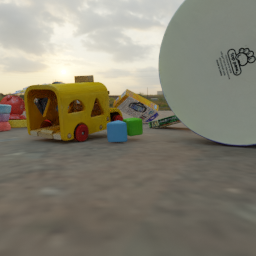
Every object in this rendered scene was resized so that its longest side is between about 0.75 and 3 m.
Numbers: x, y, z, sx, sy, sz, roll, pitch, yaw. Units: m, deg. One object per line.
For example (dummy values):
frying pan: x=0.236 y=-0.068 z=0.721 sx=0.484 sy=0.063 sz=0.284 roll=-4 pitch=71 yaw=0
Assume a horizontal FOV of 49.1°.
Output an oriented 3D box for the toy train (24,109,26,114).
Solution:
toy train: x=-3.947 y=-0.702 z=11.276 sx=0.250 sy=0.675 sz=0.899 roll=-15 pitch=44 yaw=-35

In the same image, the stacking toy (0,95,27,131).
stacking toy: x=-4.401 y=-0.502 z=8.489 sx=2.278 sy=1.063 sz=2.516 roll=0 pitch=4 yaw=-3

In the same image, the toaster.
toaster: x=-2.311 y=-0.877 z=10.052 sx=1.329 sy=1.169 sz=2.058 roll=1 pitch=-26 yaw=-46

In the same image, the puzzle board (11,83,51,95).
puzzle board: x=-3.252 y=-1.341 z=9.432 sx=0.843 sy=0.097 sz=1.119 roll=-3 pitch=20 yaw=19

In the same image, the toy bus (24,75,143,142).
toy bus: x=-0.970 y=-0.502 z=6.051 sx=2.286 sy=1.252 sz=2.423 roll=-4 pitch=11 yaw=-11

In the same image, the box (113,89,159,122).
box: x=0.399 y=-0.841 z=11.432 sx=1.761 sy=0.365 sz=1.048 roll=24 pitch=-36 yaw=-22

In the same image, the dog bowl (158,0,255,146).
dog bowl: x=2.052 y=-1.164 z=4.982 sx=2.910 sy=2.910 sz=1.146 roll=3 pitch=7 yaw=32

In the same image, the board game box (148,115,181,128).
board game box: x=1.715 y=-0.326 z=8.537 sx=1.991 sy=0.234 sz=1.043 roll=-16 pitch=-4 yaw=39
